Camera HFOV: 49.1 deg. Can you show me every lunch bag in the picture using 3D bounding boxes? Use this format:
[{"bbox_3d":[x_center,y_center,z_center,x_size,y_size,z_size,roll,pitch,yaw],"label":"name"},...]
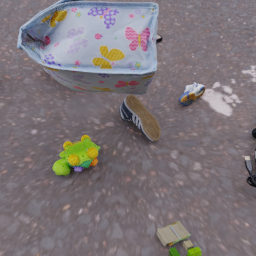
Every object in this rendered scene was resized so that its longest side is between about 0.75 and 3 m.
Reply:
[{"bbox_3d":[-0.813,-1.796,6.533,2.845,2.413,1.809,0,86,0],"label":"lunch bag"}]

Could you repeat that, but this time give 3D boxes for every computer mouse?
[{"bbox_3d":[3.659,0.966,7.866,1.314,0.431,1.872,25,56,-20],"label":"computer mouse"}]

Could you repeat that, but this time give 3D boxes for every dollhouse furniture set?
[{"bbox_3d":[1.190,2.841,6.707,0.692,0.530,1.057,-11,23,-16],"label":"dollhouse furniture set"}]

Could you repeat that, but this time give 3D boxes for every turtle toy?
[{"bbox_3d":[-1.450,0.853,7.954,1.446,0.731,1.054,-21,31,-12],"label":"turtle toy"}]

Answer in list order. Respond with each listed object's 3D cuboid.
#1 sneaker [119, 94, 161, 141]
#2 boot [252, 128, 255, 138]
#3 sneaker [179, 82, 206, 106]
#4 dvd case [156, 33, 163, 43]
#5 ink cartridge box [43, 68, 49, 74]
[{"bbox_3d":[0.350,-0.232,9.004,0.584,0.904,1.666,-35,90,-28],"label":"sneaker"},{"bbox_3d":[4.370,-0.143,8.949,1.166,0.431,0.955,1,53,-9],"label":"boot"},{"bbox_3d":[2.139,-1.202,9.825,1.263,0.476,0.557,-29,49,-31],"label":"sneaker"},{"bbox_3d":[0.255,-4.229,12.337,1.579,0.194,2.213,-26,56,-19],"label":"dvd case"},{"bbox_3d":[-1.686,-2.918,10.682,1.965,1.134,2.709,32,58,23],"label":"ink cartridge box"}]
